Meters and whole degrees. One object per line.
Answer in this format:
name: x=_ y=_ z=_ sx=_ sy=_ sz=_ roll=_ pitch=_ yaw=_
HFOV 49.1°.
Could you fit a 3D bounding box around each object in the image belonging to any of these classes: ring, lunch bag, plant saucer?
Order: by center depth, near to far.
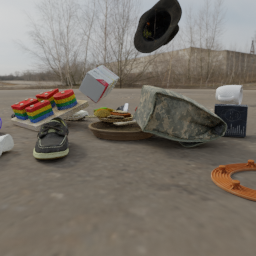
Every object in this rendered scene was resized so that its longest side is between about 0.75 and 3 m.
ring: x=2.716 y=0.964 z=5.428 sx=2.131 sy=0.204 sz=2.131 roll=0 pitch=11 yaw=0
lunch bag: x=1.569 y=-0.323 z=8.675 sx=2.449 sy=1.440 sz=2.009 roll=15 pitch=11 yaw=-11
plant saucer: x=-0.158 y=0.051 z=9.975 sx=2.474 sy=0.364 sz=2.474 roll=0 pitch=10 yaw=0

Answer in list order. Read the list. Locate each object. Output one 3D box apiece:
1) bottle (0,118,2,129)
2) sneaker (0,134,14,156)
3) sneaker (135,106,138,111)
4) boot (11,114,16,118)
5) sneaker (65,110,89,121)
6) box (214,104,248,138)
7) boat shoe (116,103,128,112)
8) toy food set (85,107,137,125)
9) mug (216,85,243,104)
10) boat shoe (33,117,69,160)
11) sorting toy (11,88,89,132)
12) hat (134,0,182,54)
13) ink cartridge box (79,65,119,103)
bottle: x=-5.035 y=-0.028 z=9.464 sx=0.869 sy=0.679 sz=2.079 roll=7 pitch=10 yaw=-4
sneaker: x=-3.597 y=0.536 z=7.131 sx=0.699 sy=0.594 sz=1.579 roll=-11 pitch=3 yaw=6
sneaker: x=1.141 y=-0.626 z=13.486 sx=0.946 sy=0.641 sz=1.637 roll=2 pitch=19 yaw=-42
boot: x=-4.985 y=-0.644 z=13.705 sx=1.304 sy=0.455 sz=0.859 roll=-1 pitch=5 yaw=-29
sneaker: x=-2.865 y=-0.866 z=13.596 sx=2.258 sy=0.915 sz=0.849 roll=9 pitch=12 yaw=33
box: x=3.542 y=-0.277 z=9.749 sx=1.074 sy=1.092 sz=0.677 roll=4 pitch=9 yaw=17
boat shoe: x=-0.314 y=-0.850 z=14.389 sx=0.638 sy=0.673 sz=1.924 roll=2 pitch=18 yaw=2
toy food set: x=-0.525 y=-0.542 z=10.943 sx=1.581 sy=0.460 sz=2.291 roll=-9 pitch=14 yaw=-39
mug: x=7.319 y=-2.363 z=20.504 sx=1.702 sy=1.433 sz=1.942 roll=8 pitch=27 yaw=30
boat shoe: x=-2.106 y=0.203 z=7.775 sx=0.919 sy=0.845 sz=2.572 roll=-2 pitch=10 yaw=-9
sorting toy: x=-3.416 y=-0.936 z=11.840 sx=2.502 sy=0.876 sz=2.517 roll=-32 pitch=28 yaw=-36
hat: x=0.860 y=-2.467 z=7.084 sx=0.614 sy=1.521 sz=1.521 roll=20 pitch=-5 yaw=-40
ink cartridge box: x=-1.074 y=-1.673 z=10.532 sx=0.867 sy=0.863 sz=1.194 roll=38 pitch=35 yaw=4
